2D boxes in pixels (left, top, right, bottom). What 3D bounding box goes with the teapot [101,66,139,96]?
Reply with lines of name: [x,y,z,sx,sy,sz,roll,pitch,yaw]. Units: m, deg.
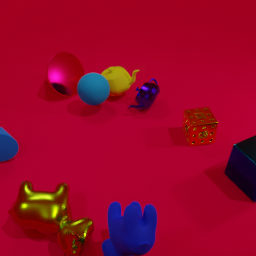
teapot: [-0.426,-1.743,9.978,1.881,0.921,1.169,-1,43,21]

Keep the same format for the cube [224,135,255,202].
cube: [3.225,0.930,6.873,1.069,1.069,1.069,-19,43,-21]

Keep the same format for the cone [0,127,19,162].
cone: [-3.500,0.252,7.672,0.949,0.949,0.953,-11,39,-13]

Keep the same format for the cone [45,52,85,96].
cone: [-2.735,-1.923,10.560,1.586,1.580,1.580,0,31,45]

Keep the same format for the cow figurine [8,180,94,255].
cow figurine: [-1.580,1.913,5.743,1.740,0.955,1.712,8,32,-14]

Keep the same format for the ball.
ball: [-1.125,-1.264,9.137,1.057,1.057,1.057,0,40,0]

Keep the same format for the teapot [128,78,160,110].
teapot: [0.571,-1.090,9.355,0.758,0.962,1.548,32,64,5]

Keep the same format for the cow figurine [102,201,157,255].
cow figurine: [-0.007,2.045,4.938,0.806,1.468,1.445,5,79,-22]

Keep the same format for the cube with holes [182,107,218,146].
cube with holes: [2.090,-0.051,8.239,0.770,0.770,0.770,-8,39,-3]
